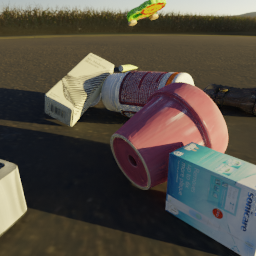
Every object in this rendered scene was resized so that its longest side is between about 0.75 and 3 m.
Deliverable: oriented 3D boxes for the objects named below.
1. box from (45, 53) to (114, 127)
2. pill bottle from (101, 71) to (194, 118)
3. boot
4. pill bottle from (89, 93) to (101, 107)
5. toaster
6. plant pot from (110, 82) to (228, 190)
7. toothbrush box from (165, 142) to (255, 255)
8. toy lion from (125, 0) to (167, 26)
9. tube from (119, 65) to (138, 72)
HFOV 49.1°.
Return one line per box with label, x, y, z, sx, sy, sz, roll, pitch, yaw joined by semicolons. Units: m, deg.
box;-1.610;-1.383;9.643;1.123;0.934;2.733;27;51;5
pill bottle;0.616;-1.084;9.383;2.855;1.630;1.630;11;25;35
boot;4.416;-1.425;11.107;2.609;1.037;2.996;19;31;36
pill bottle;-1.902;-1.535;11.384;1.003;1.003;1.732;-15;28;-31
toaster;-2.765;1.285;4.579;1.829;1.085;1.653;12;26;25
plant pot;0.735;0.280;6.092;1.857;2.075;2.075;-30;34;-25
toothbrush box;1.534;1.139;4.711;1.712;1.253;0.730;22;31;40
toy lion;0.693;-4.500;10.664;1.466;0.503;1.405;-17;3;-4
tube;0.012;-3.822;17.751;0.393;0.440;1.515;-33;-4;38
